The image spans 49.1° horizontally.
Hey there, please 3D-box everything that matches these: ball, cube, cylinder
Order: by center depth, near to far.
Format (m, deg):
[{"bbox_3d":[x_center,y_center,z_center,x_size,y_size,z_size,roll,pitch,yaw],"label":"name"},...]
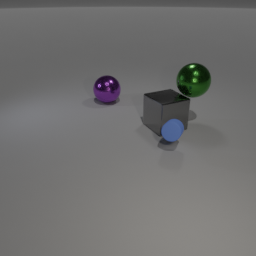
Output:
[{"bbox_3d":[1.600,0.072,9.994,0.700,0.700,0.700,9,14,17],"label":"cylinder"},{"bbox_3d":[2.676,-1.942,11.445,1.400,1.400,1.400,0,27,0],"label":"ball"},{"bbox_3d":[1.568,-0.682,11.689,1.400,1.400,1.400,-13,30,-24],"label":"cube"},{"bbox_3d":[-1.065,-1.965,14.216,1.400,1.400,1.400,0,27,0],"label":"ball"}]
